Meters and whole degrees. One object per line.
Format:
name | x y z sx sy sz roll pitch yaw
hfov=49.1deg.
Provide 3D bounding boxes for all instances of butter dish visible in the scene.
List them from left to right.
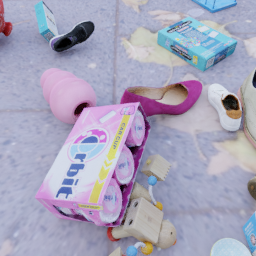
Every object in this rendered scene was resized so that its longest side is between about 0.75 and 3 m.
butter dish | -5.004 -3.775 9.782 1.834 2.475 2.482 14 41 -34

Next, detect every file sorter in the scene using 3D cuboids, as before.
file sorter | 3.625 -6.160 12.123 1.425 1.260 2.054 -25 54 -19

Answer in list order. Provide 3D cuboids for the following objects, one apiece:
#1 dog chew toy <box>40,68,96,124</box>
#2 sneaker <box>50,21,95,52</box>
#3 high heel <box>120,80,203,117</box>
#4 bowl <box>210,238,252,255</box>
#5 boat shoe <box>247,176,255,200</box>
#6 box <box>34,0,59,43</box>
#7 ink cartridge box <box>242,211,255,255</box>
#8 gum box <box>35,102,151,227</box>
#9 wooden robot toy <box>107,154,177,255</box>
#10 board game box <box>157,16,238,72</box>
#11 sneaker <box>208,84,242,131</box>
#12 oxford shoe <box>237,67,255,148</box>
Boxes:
dog chew toy | -1.747 -0.980 7.681 1.233 1.233 1.979 -31 52 -24
sneaker | -1.827 -3.095 9.672 1.728 0.654 0.756 -34 32 -8
high heel | 1.060 -0.953 7.558 2.874 1.382 0.969 -33 57 -25
bowl | 1.890 2.502 5.238 0.757 0.407 0.757 0 50 0
boat shoe | 3.693 1.618 5.709 0.795 0.847 2.353 -37 56 -25
box | -3.003 -3.896 10.321 0.398 0.666 1.618 -27 59 12
ink cartridge box | 2.971 2.560 4.402 0.936 1.588 2.758 -5 50 -4
gum box | -0.646 0.728 6.093 1.549 0.903 2.730 -3 46 28
wooden robot toy | 0.433 1.902 5.630 1.196 1.161 2.635 36 49 -16
board game box | 2.399 -3.028 9.907 1.671 0.519 2.213 -32 57 -25
sneaker | 2.757 -0.822 7.818 0.681 0.792 1.870 -5 43 -3
oxford shoe | 3.608 -0.442 7.319 1.033 1.077 2.918 -3 49 -3
